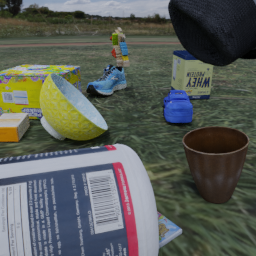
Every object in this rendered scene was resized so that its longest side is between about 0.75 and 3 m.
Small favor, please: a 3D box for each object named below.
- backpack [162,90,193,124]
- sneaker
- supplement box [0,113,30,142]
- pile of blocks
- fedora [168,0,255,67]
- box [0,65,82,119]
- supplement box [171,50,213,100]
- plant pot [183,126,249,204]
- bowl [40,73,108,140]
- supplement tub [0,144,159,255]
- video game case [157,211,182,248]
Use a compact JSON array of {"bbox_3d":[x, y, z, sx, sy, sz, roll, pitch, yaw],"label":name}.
[{"bbox_3d":[1.639,-0.690,9.374,0.986,1.018,1.213,-4,24,6],"label":"backpack"},{"bbox_3d":[-1.016,-2.274,12.867,1.092,1.253,2.785,10,24,24],"label":"sneaker"},{"bbox_3d":[-3.536,-0.031,8.435,0.804,0.469,1.276,-1,22,-3],"label":"supplement box"},{"bbox_3d":[-0.394,-3.126,10.788,0.574,0.758,1.847,-9,62,-11],"label":"pile of blocks"},{"bbox_3d":[1.589,-2.022,5.233,1.096,2.401,2.401,-45,39,-14],"label":"fedora"},{"bbox_3d":[-3.312,-1.432,10.458,2.490,1.519,2.398,4,22,11],"label":"box"},{"bbox_3d":[2.770,-2.380,12.343,1.236,1.839,1.841,-3,22,-7],"label":"supplement box"},{"bbox_3d":[1.682,0.764,5.389,1.169,1.251,1.169,-7,23,3],"label":"plant pot"},{"bbox_3d":[-1.756,-0.367,7.972,1.186,2.203,2.203,-43,23,8],"label":"bowl"},{"bbox_3d":[-1.067,1.228,3.579,2.589,1.817,1.817,-6,23,-15],"label":"supplement tub"},{"bbox_3d":[0.347,1.707,4.699,0.836,0.092,0.761,-17,28,-35],"label":"video game case"}]
